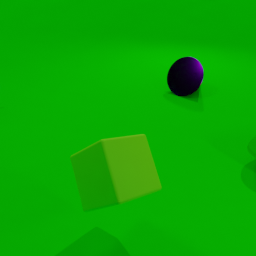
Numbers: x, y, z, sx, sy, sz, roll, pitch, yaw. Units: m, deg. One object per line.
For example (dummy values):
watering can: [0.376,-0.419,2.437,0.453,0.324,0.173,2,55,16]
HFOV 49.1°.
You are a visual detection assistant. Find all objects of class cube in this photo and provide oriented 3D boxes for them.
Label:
cube: [-0.170,0.585,3.681,0.768,0.768,0.768,-6,-16,-44]

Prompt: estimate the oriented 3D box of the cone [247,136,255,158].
cone: [3.102,0.785,5.010,1.418,1.418,1.424,-3,57,-6]

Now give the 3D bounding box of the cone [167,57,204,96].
cone: [2.125,-1.567,9.200,1.247,1.247,1.252,24,11,35]
